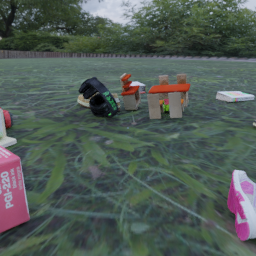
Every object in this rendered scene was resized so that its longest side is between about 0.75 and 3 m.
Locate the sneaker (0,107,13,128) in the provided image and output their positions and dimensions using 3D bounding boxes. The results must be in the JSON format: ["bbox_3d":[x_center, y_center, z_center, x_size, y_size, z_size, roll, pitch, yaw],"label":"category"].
[{"bbox_3d":[-4.427,-0.367,9.133,0.815,0.589,1.668,-13,23,-42],"label":"sneaker"}]

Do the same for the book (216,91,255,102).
[{"bbox_3d":[5.058,-1.467,13.208,1.457,0.350,0.974,-7,21,-27],"label":"book"}]

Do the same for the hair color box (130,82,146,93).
[{"bbox_3d":[0.359,-2.211,15.276,0.789,0.455,1.422,-4,16,-15],"label":"hair color box"}]

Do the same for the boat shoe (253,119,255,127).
[{"bbox_3d":[4.822,-0.212,8.715,1.696,0.550,0.621,4,18,13],"label":"boat shoe"}]

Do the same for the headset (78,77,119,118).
[{"bbox_3d":[-1.063,-1.247,10.152,1.147,1.508,2.442,-41,33,-19],"label":"headset"}]

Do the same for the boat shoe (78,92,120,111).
[{"bbox_3d":[-1.206,-1.278,11.509,2.380,0.906,0.853,14,23,39],"label":"boat shoe"}]

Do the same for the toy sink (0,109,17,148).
[{"bbox_3d":[-3.972,-0.016,7.451,1.659,0.929,1.081,10,20,29],"label":"toy sink"}]

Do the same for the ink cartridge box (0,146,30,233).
[{"bbox_3d":[-3.102,1.003,3.882,2.680,1.136,1.952,-19,25,-42],"label":"ink cartridge box"}]

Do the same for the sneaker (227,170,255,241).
[{"bbox_3d":[1.959,1.177,4.362,0.640,0.590,1.451,4,26,8],"label":"sneaker"}]

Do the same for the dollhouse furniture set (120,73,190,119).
[{"bbox_3d":[1.080,-1.481,10.864,2.594,1.351,2.623,-1,24,18],"label":"dollhouse furniture set"}]

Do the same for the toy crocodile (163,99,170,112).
[{"bbox_3d":[1.573,-0.931,11.156,0.511,0.468,1.515,0,17,2],"label":"toy crocodile"}]
